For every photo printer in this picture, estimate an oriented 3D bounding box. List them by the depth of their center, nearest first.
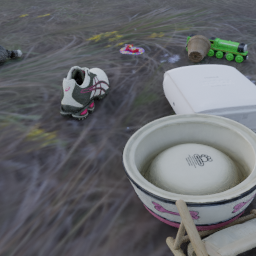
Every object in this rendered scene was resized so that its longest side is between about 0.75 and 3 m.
[{"bbox_3d":[2.280,-0.907,7.695,2.271,0.948,2.729,-5,36,-8],"label":"photo printer"}]

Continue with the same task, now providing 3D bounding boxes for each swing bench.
[{"bbox_3d":[1.772,1.777,3.791,1.821,1.188,1.831,-11,41,-16],"label":"swing bench"}]

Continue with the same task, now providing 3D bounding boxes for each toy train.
[{"bbox_3d":[3.511,-3.223,11.165,2.551,0.720,0.532,21,40,27],"label":"toy train"}]

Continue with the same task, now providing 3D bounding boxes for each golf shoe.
[{"bbox_3d":[-1.168,-1.321,8.154,1.012,1.155,2.622,5,34,9],"label":"golf shoe"}]

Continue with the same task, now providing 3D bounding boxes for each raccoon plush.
[{"bbox_3d":[-4.744,-2.696,10.486,1.569,0.759,1.051,-15,46,-21],"label":"raccoon plush"}]

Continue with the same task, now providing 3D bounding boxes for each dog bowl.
[{"bbox_3d":[1.184,0.745,5.178,2.510,0.925,2.510,-6,32,4],"label":"dog bowl"}]

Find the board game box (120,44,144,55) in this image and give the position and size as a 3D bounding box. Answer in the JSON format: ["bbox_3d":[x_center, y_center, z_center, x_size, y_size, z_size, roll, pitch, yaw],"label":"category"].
[{"bbox_3d":[0.165,-3.340,11.777,1.038,0.202,0.820,6,36,9],"label":"board game box"}]

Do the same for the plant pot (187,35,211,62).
[{"bbox_3d":[2.675,-2.987,10.815,0.908,0.908,0.788,12,53,17],"label":"plant pot"}]
